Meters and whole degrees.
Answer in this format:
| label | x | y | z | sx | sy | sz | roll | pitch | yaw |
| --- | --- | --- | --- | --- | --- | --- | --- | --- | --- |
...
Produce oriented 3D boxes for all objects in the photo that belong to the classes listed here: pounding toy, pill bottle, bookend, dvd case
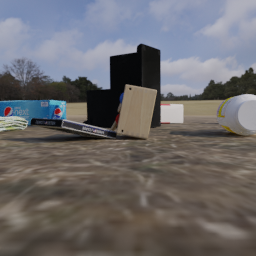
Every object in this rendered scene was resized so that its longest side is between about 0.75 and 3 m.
| label | x | y | z | sx | sy | sz | roll | pitch | yaw |
| --- | --- | --- | --- | --- | --- | --- | --- | --- | --- |
| pounding toy | 0.045 | -0.254 | 5.330 | 0.785 | 1.016 | 1.104 | 11 | 4 | 1 |
| pill bottle | 2.439 | -0.278 | 5.976 | 0.841 | 0.841 | 1.613 | 0 | 4 | 8 |
| bookend | -0.252 | -1.222 | 9.021 | 2.429 | 2.413 | 1.119 | 1 | 4 | 35 |
| dvd case | -0.927 | 0.013 | 4.908 | 0.913 | 0.150 | 1.215 | 3 | -9 | 41 |

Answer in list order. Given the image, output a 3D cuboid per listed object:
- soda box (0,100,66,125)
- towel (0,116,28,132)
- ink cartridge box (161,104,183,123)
| label | x | y | z | sx | sy | sz | roll | pitch | yaw |
| --- | --- | --- | --- | --- | --- | --- | --- | --- | --- |
| soda box | -3.808 | -0.576 | 10.706 | 2.883 | 0.925 | 0.978 | 2 | 4 | 25 |
| towel | -3.668 | -0.122 | 7.257 | 1.639 | 0.395 | 1.403 | 0 | 2 | 12 |
| ink cartridge box | 1.340 | -0.656 | 12.738 | 1.499 | 0.870 | 2.031 | -2 | 5 | -25 |
